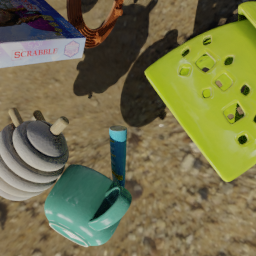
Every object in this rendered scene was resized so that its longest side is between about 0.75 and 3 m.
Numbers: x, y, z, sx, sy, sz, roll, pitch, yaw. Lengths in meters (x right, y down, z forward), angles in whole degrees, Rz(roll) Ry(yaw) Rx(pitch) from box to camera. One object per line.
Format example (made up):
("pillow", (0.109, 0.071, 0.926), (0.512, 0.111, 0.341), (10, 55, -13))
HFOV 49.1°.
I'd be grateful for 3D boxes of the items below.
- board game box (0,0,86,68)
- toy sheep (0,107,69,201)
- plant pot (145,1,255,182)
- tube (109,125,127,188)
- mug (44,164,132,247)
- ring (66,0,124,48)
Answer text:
("board game box", (-2.486, -2.051, 5.308), (2.433, 0.502, 2.439), (-21, 56, -40))
("toy sheep", (-2.136, 0.573, 5.990), (1.763, 1.763, 2.557), (49, 118, 6))
("plant pot", (2.374, -0.850, 5.917), (2.455, 2.692, 2.705), (-38, 81, 21))
("tube", (-0.224, 0.738, 6.518), (0.399, 0.613, 1.582), (-7, 110, -19))
("mug", (-0.912, 1.647, 5.812), (1.609, 1.959, 1.211), (28, 59, 6))
("ring", (-0.572, -3.174, 6.596), (0.254, 2.645, 2.645), (25, 82, 15))
